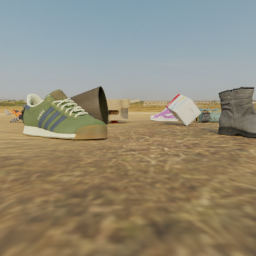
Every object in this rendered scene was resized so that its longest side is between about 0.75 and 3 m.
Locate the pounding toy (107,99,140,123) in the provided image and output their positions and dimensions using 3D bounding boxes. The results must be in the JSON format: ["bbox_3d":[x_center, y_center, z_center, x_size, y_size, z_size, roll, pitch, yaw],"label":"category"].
[{"bbox_3d":[-0.526,-0.857,14.434,2.391,1.245,2.722,-1,4,-18],"label":"pounding toy"}]

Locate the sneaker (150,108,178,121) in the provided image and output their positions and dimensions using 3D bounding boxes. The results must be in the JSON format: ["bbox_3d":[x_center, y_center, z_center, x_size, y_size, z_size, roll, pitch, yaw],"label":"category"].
[{"bbox_3d":[2.197,-0.921,17.090,1.783,1.017,0.646,1,6,25],"label":"sneaker"}]

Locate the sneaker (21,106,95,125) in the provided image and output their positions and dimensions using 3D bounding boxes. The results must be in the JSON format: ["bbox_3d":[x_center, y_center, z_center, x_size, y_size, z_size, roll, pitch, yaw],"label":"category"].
[{"bbox_3d":[-2.234,-0.261,9.187,2.723,0.905,1.232,6,3,26],"label":"sneaker"}]

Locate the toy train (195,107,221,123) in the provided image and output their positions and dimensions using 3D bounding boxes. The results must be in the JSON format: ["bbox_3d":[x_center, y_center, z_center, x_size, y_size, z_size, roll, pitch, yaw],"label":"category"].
[{"bbox_3d":[4.605,-0.666,15.681,1.920,0.818,1.094,1,16,-12],"label":"toy train"}]

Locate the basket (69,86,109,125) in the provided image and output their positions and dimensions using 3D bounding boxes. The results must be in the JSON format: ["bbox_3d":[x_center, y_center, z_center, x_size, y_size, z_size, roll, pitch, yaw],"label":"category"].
[{"bbox_3d":[-2.107,-0.902,13.193,2.050,1.848,1.394,-8,-5,12],"label":"basket"}]

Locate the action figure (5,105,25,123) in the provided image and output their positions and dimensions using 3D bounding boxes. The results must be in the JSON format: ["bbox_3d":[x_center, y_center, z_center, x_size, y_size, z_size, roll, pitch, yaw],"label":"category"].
[{"bbox_3d":[-5.419,-0.525,15.005,1.731,0.936,1.790,9,-20,26],"label":"action figure"}]

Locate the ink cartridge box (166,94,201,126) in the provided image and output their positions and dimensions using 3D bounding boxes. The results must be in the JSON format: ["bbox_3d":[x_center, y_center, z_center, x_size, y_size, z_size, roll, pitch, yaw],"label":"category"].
[{"bbox_3d":[2.492,-0.846,12.688,0.897,0.901,1.240,-43,23,1],"label":"ink cartridge box"}]

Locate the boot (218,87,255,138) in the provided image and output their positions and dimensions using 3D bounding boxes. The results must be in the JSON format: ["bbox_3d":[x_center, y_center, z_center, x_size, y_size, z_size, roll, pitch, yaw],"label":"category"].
[{"bbox_3d":[3.461,-0.477,7.836,0.762,1.438,2.184,-2,4,-43],"label":"boot"}]

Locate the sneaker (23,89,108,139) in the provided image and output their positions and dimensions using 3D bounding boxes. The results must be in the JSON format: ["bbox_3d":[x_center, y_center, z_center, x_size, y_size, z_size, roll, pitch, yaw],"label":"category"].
[{"bbox_3d":[-1.863,-0.411,7.717,2.943,1.321,0.987,3,5,33],"label":"sneaker"}]
